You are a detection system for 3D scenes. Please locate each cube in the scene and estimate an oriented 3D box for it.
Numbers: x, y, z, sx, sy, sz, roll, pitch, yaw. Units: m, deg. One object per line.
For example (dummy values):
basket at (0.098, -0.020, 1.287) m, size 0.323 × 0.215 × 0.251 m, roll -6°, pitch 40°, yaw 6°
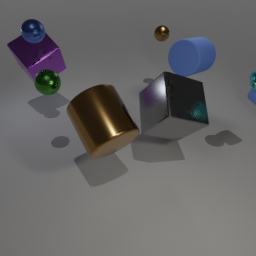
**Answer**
cube at (1.284, -0.579, 8.151) m, size 1.400 × 1.400 × 1.400 m, roll 10°, pitch 65°, yaw -28°
cube at (-3.440, -2.730, 10.746) m, size 1.400 × 1.400 × 1.400 m, roll -39°, pitch 76°, yaw -13°

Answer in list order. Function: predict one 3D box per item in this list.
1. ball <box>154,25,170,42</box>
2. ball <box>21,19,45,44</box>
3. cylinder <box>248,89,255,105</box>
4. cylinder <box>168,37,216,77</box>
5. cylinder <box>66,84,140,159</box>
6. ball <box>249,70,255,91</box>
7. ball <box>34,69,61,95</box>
ball at (1.515, -4.232, 12.558) m, size 0.700 × 0.700 × 0.700 m, roll 0°, pitch 33°, yaw 0°
ball at (-2.857, -2.907, 8.425) m, size 0.700 × 0.700 × 0.700 m, roll 0°, pitch 33°, yaw 0°
cylinder at (4.170, -0.953, 8.552) m, size 0.700 × 0.700 × 0.700 m, roll -16°, pitch 52°, yaw -23°
cylinder at (2.547, -2.842, 11.122) m, size 1.400 × 1.400 × 1.400 m, roll 25°, pitch 32°, yaw 33°
cylinder at (-0.632, -0.148, 7.071) m, size 1.400 × 1.400 × 1.400 m, roll -21°, pitch 73°, yaw -29°
ball at (3.662, -1.299, 7.582) m, size 0.700 × 0.700 × 0.700 m, roll 0°, pitch 33°, yaw 0°
ball at (-2.166, -1.231, 7.562) m, size 0.700 × 0.700 × 0.700 m, roll 0°, pitch 33°, yaw 0°
